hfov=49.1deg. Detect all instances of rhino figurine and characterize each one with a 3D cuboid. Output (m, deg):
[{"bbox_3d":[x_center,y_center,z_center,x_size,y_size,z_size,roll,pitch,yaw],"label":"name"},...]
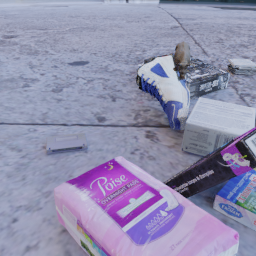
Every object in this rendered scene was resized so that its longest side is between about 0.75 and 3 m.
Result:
[{"bbox_3d":[1.222,-1.506,6.313,0.368,0.538,1.229,9,45,0],"label":"rhino figurine"}]

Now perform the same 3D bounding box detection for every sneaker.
[{"bbox_3d":[1.113,-1.279,9.342,1.711,1.197,2.963,-2,59,6],"label":"sneaker"}]

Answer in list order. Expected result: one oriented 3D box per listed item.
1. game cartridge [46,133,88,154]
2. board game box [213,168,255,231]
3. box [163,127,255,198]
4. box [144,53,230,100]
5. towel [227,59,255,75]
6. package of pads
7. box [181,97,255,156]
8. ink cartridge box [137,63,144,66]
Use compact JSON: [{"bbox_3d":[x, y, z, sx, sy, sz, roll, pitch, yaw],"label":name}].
[{"bbox_3d":[-1.764,0.435,8.093,1.145,0.220,0.742,-6,26,-10],"label":"game cartridge"},{"bbox_3d":[3.295,1.508,5.956,2.126,0.438,2.131,24,37,35],"label":"board game box"},{"bbox_3d":[1.843,0.639,5.482,1.996,2.792,0.504,-23,74,-36],"label":"box"},{"bbox_3d":[2.460,-2.380,12.149,2.340,0.738,2.968,-20,41,-29],"label":"box"},{"bbox_3d":[5.590,-2.972,13.720,1.239,0.530,1.026,0,31,-3],"label":"towel"},{"bbox_3d":[0.176,1.728,4.907,1.759,1.104,2.919,-23,37,-35],"label":"package of pads"},{"bbox_3d":[2.598,0.024,7.969,1.700,0.970,1.848,15,33,19],"label":"box"},{"bbox_3d":[1.108,-2.878,13.725,1.238,0.312,0.675,26,40,37],"label":"ink cartridge box"}]
